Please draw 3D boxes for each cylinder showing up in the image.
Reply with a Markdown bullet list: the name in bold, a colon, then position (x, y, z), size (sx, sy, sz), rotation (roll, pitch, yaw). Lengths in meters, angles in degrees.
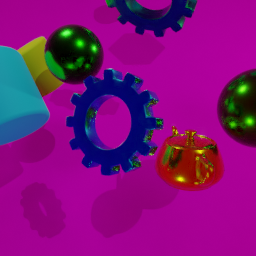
- **cylinder**: position (-2.253, -0.520, 4.929), size (1.310, 1.310, 1.310), rotation (-26, 82, -14)
- **cylinder**: position (-1.946, -1.303, 6.082), size (0.968, 0.968, 0.968), rotation (-24, 31, 15)

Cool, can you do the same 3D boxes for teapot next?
- **teapot**: position (0.971, 0.432, 4.528), size (1.096, 0.863, 1.762), rotation (-3, 16, -8)

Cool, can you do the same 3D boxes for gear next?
- **gear**: position (-0.214, -0.072, 3.711), size (1.357, 0.251, 1.357), rotation (0, 89, 29)
- **gear**: position (0.419, -2.595, 5.380), size (1.808, 1.808, 0.334), rotation (17, 61, 9)

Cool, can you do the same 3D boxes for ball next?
- **ball**: position (-0.933, -1.269, 4.888), size (1.024, 1.024, 1.024), rotation (0, 60, 0)
- **ball**: position (2.068, -0.311, 4.440), size (1.263, 1.263, 1.263), rotation (0, 60, 0)
